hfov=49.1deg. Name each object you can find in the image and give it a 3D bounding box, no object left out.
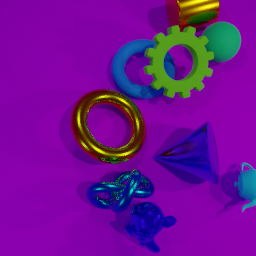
[{"bbox_3d":[1.870,-3.559,8.252,1.220,1.220,1.220,-16,73,-4],"label":"cylinder"},{"bbox_3d":[0.442,-1.714,8.066,1.834,0.367,1.834,0,75,-1],"label":"ring"},{"bbox_3d":[0.500,2.230,6.391,0.896,1.487,1.069,-49,113,-26],"label":"monkey head"},{"bbox_3d":[2.614,-2.427,7.955,1.100,1.100,1.100,0,72,0],"label":"ball"},{"bbox_3d":[1.373,0.693,7.102,1.553,1.547,1.547,-8,70,24],"label":"cone"},{"bbox_3d":[1.313,-1.683,7.236,1.778,0.329,1.778,-2,103,-10],"label":"gear"},{"bbox_3d":[2.949,1.443,6.872,0.623,0.791,1.272,1,59,12],"label":"teapot"},{"bbox_3d":[-0.042,1.437,6.653,1.528,1.633,0.755,-13,81,-45],"label":"knot shape"},{"bbox_3d":[-0.458,-0.081,7.172,2.056,0.411,2.056,11,63,-23],"label":"ring"}]
